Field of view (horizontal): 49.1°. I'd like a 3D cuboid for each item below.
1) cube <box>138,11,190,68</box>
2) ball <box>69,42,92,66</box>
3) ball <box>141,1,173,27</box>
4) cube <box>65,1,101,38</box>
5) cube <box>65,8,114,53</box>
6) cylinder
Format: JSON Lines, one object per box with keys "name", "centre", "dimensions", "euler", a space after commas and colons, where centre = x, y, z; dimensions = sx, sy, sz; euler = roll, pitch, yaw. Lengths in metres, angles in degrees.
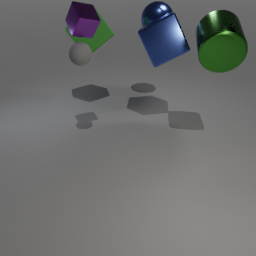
{"name": "cube", "centre": [1.306, -3.269, 10.284], "dimensions": [1.400, 1.400, 1.400], "euler": [-24, 20, 15]}
{"name": "ball", "centre": [-1.452, -2.254, 8.549], "dimensions": [0.700, 0.700, 0.700], "euler": [0, 29, 0]}
{"name": "ball", "centre": [1.257, -4.639, 11.932], "dimensions": [1.400, 1.400, 1.400], "euler": [0, 29, 0]}
{"name": "cube", "centre": [-1.339, -3.188, 8.293], "dimensions": [0.700, 0.700, 0.700], "euler": [-8, 63, -36]}
{"name": "cube", "centre": [-1.628, -4.000, 11.718], "dimensions": [1.400, 1.400, 1.400], "euler": [-40, 19, -1]}
{"name": "cylinder", "centre": [2.841, -2.671, 8.642], "dimensions": [1.400, 1.400, 1.400], "euler": [3, 47, 6]}
